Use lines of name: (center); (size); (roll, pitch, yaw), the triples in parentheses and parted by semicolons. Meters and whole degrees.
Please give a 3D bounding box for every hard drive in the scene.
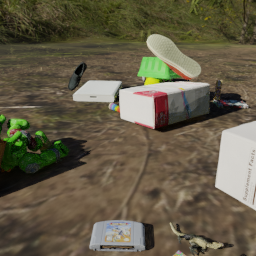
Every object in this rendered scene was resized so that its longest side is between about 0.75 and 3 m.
hard drive: (-1.438, -1.916, 14.303); (1.949, 0.388, 2.956); (2, 22, 6)

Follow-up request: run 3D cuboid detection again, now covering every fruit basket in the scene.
fruit basket: (1.354, -2.139, 12.180); (1.437, 1.993, 1.993); (-12, 24, -38)

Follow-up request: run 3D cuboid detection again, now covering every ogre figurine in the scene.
ogre figurine: (-2.800, 0.410, 7.175); (2.227, 1.093, 1.335); (44, 28, -8)

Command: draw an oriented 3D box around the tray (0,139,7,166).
tray: (-4.043, 0.683, 6.421); (2.469, 1.218, 0.457); (8, -10, 17)

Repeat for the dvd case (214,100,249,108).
dvd case: (4.560, -1.065, 12.445); (1.263, 0.139, 0.922); (-1, 21, 1)

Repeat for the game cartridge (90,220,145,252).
game cartridge: (-0.167, 1.857, 4.859); (0.919, 0.191, 0.612); (0, 25, 1)

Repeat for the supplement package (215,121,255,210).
supplement package: (3.187, 0.911, 5.518); (1.449, 1.431, 2.390); (-13, 25, -30)

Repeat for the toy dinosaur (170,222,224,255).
toy dinosaur: (1.062, 1.886, 4.705); (0.993, 0.236, 0.437); (14, 11, 33)

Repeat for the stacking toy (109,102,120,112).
stacking toy: (-0.448, -0.806, 11.574); (0.323, 0.323, 0.757); (-18, 31, -38)

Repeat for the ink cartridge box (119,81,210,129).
ink cartridge box: (1.378, -0.985, 10.559); (2.844, 1.218, 2.099); (-13, 18, -32)

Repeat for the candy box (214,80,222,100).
candy box: (4.183, -1.749, 13.014); (0.252, 0.891, 0.520); (5, 4, 13)

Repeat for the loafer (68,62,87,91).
loafer: (-1.738, -1.748, 9.440); (0.357, 1.051, 0.369); (30, 4, 2)

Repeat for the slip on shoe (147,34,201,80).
slip on shoe: (1.707, -2.700, 10.900); (2.427, 0.899, 0.743); (37, -17, -1)

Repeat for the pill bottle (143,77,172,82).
pill bottle: (1.816, -3.280, 16.996); (1.769, 0.984, 0.984); (5, 22, 12)

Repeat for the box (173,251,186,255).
box: (0.476, 2.110, 3.205); (0.910, 0.877, 0.555); (-19, 28, -38)
